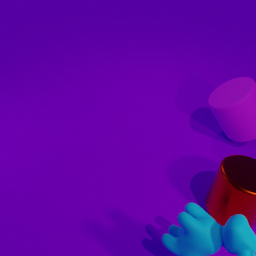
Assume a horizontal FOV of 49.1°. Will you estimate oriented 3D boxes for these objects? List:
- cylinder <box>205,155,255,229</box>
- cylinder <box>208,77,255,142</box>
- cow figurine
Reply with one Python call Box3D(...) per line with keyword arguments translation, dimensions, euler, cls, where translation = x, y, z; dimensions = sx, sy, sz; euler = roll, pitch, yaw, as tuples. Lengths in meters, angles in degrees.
Box3D(translation=(2.460, 1.415, 6.186), dimensions=(1.206, 1.206, 1.206), euler=(6, 35, -4), cls="cylinder")
Box3D(translation=(3.182, -0.520, 7.976), dimensions=(1.341, 1.341, 1.341), euler=(-31, 26, 17), cls="cylinder")
Box3D(translation=(1.384, 1.883, 4.672), dimensions=(1.323, 1.345, 0.738), euler=(37, 28, 19), cls="cow figurine")
